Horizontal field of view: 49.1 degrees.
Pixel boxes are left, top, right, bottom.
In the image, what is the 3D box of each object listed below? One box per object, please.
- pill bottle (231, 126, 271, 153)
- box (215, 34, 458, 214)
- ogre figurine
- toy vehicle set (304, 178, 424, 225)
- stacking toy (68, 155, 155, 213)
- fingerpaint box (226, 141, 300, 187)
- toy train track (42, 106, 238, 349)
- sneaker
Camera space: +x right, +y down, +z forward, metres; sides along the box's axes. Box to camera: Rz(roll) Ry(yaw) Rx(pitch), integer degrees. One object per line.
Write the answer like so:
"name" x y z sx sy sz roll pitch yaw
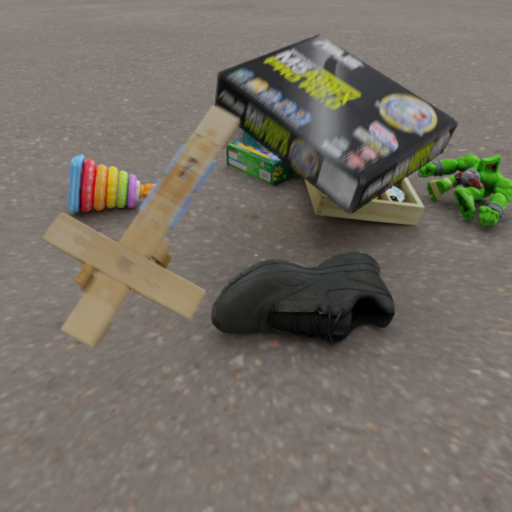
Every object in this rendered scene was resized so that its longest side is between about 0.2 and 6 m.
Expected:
"pill bottle" -0.184 -2.750 11.872 1.384 0.767 0.767 22 37 6
"box" 1.481 -2.732 10.790 2.959 0.818 3.694 -32 62 -31
"ogre figurine" 5.104 -1.671 13.174 1.455 1.191 2.427 -24 27 -13
"toy vehicle set" 2.324 -2.177 13.820 2.399 0.512 3.862 4 38 -11
"stacking toy" -3.202 -1.581 13.220 2.276 1.249 1.321 5 17 -15
"fingerpaint box" 0.366 -2.698 15.125 1.548 0.680 1.855 -27 42 -34
"toy train track" -1.322 -0.440 7.541 2.113 0.599 3.683 29 71 3
"sneaker" 0.862 0.830 9.458 3.235 1.228 1.468 -12 42 -13
